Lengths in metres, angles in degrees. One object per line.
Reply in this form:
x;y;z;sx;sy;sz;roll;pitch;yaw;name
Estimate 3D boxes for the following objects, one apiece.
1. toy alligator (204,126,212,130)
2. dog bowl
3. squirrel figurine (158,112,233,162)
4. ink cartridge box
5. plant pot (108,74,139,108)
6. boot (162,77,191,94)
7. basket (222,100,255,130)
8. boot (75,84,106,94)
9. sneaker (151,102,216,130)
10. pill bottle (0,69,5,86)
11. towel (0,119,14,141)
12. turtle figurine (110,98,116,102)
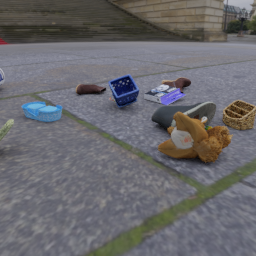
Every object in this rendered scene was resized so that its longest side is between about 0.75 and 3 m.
3.096;0.086;10.446;0.345;0.250;1.040;21;1;-44;toy alligator
-3.706;-0.706;12.129;1.929;0.478;1.075;13;25;27;dog bowl
2.231;0.285;8.974;1.978;1.400;1.846;25;19;20;squirrel figurine
1.922;-1.766;14.655;1.590;0.348;1.605;-29;36;-34;ink cartridge box
-0.181;-1.677;13.231;1.143;1.028;1.143;-21;59;-9;plant pot
2.952;-2.316;16.216;1.922;0.695;1.599;-2;34;-10;boot
4.353;-0.549;11.151;0.875;0.914;1.226;-6;24;-16;basket
-2.070;-2.173;15.683;1.250;0.544;1.503;9;20;25;boot
2.281;-0.637;11.203;2.662;0.996;1.414;-18;31;-34;sneaker
-8.000;-2.644;15.617;1.448;1.448;2.608;-2;21;-5;pill bottle
-4.046;0.293;8.758;1.338;0.244;0.993;-49;18;-3;towel
-0.196;-1.688;14.237;1.163;0.465;1.443;20;36;19;turtle figurine
